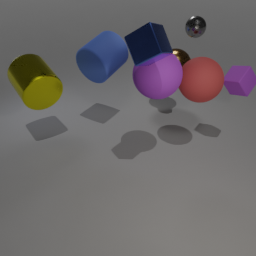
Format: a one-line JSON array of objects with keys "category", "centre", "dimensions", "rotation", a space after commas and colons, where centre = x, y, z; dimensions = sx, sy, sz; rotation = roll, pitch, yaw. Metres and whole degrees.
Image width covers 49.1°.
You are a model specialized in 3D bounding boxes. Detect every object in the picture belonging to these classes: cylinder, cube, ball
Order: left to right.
[{"category": "cylinder", "centre": [-3.140, -1.557, 9.491], "dimensions": [1.400, 1.400, 1.400], "rotation": [-21, 53, -32]}, {"category": "cylinder", "centre": [-0.923, -2.574, 10.163], "dimensions": [1.400, 1.400, 1.400], "rotation": [19, 51, 29]}, {"category": "cube", "centre": [0.470, -1.841, 6.232], "dimensions": [0.700, 0.700, 0.700], "rotation": [-20, 2, 32]}, {"category": "ball", "centre": [0.825, -1.508, 7.883], "dimensions": [1.400, 1.400, 1.400], "rotation": [0, 30, 0]}, {"category": "ball", "centre": [2.003, -2.667, 11.932], "dimensions": [1.400, 1.400, 1.400], "rotation": [0, 30, 0]}, {"category": "ball", "centre": [2.267, -3.386, 9.390], "dimensions": [0.700, 0.700, 0.700], "rotation": [0, 30, 0]}, {"category": "ball", "centre": [2.245, -1.487, 8.677], "dimensions": [1.400, 1.400, 1.400], "rotation": [0, 30, 0]}, {"category": "cube", "centre": [3.652, -1.540, 9.139], "dimensions": [0.700, 0.700, 0.700], "rotation": [-52, 33, -10]}]
